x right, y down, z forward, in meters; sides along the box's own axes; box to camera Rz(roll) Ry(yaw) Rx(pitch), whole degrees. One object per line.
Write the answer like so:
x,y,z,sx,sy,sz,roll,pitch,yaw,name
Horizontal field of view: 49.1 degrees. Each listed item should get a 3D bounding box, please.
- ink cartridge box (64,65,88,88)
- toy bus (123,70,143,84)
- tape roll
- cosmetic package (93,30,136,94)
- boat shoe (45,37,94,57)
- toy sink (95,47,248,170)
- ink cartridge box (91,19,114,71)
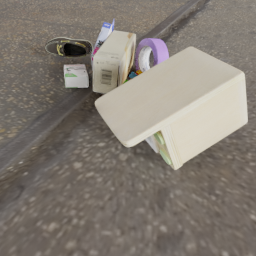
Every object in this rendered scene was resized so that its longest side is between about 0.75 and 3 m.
-1.900,-1.898,10.171,0.810,0.468,1.109,-4,35,-14,ink cartridge box
0.166,-1.110,8.836,0.724,1.401,1.322,37,31,1,toy bus
0.829,-2.446,10.079,0.486,1.480,1.480,-8,37,-29,tape roll
-0.447,-2.441,10.205,0.939,1.389,2.641,11,40,6,cosmetic package
-2.510,-3.284,11.478,2.116,0.754,0.637,3,31,13,boat shoe
1.039,-0.341,6.862,2.981,1.670,1.943,-31,40,-8,toy sink
-0.959,-3.172,10.697,0.387,1.100,1.843,19,71,1,ink cartridge box
